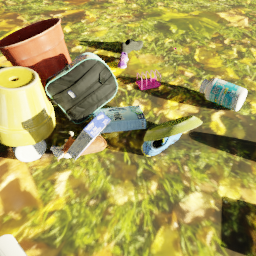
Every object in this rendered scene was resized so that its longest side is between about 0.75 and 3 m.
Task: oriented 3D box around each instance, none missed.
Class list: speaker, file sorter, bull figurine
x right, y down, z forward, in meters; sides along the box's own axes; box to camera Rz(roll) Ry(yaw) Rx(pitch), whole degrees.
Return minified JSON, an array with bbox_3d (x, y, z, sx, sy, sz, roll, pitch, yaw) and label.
[{"bbox_3d":[-2.840,3.623,7.192,1.844,0.749,0.749,33,53,30],"label":"speaker"},{"bbox_3d":[0.995,-2.365,13.520,1.022,0.641,0.710,-14,45,-14],"label":"file sorter"},{"bbox_3d":[-1.834,0.615,10.378,2.014,0.656,1.223,-6,38,-13],"label":"bull figurine"}]

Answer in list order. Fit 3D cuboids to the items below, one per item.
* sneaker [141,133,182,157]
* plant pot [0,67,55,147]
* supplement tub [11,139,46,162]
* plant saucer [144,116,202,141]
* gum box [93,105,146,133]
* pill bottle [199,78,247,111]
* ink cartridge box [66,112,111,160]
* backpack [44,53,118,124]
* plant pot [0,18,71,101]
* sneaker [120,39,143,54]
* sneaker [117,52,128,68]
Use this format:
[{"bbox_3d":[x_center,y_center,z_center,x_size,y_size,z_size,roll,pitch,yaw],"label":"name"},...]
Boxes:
[{"bbox_3d":[1.448,0.332,10.418,2.140,0.839,0.705,-33,86,-28],"label":"sneaker"},{"bbox_3d":[-3.658,-0.835,9.442,2.195,2.065,2.195,4,41,-4],"label":"plant pot"},{"bbox_3d":[-3.857,0.257,10.417,1.151,1.151,1.879,-22,49,-22],"label":"supplement tub"},{"bbox_3d":[1.591,-0.038,10.296,2.220,0.345,2.220,-18,5,2],"label":"plant saucer"},{"bbox_3d":[-0.384,-0.383,11.161,1.978,0.441,1.681,-5,23,-4],"label":"gum box"},{"bbox_3d":[4.153,-1.547,12.384,1.885,1.044,1.044,28,50,27],"label":"pill bottle"},{"bbox_3d":[-1.296,0.289,8.933,0.426,1.928,0.906,43,53,-3],"label":"ink cartridge box"},{"bbox_3d":[-1.738,-1.705,11.077,2.465,2.167,1.890,-34,27,8],"label":"backpack"},{"bbox_3d":[-3.674,-2.848,12.138,2.848,2.770,2.848,-14,35,10],"label":"plant pot"},{"bbox_3d":[0.255,-4.786,15.999,1.588,0.721,0.603,-31,50,-30],"label":"sneaker"},{"bbox_3d":[-0.279,-3.631,14.927,0.485,0.533,1.206,7,45,6],"label":"sneaker"}]
